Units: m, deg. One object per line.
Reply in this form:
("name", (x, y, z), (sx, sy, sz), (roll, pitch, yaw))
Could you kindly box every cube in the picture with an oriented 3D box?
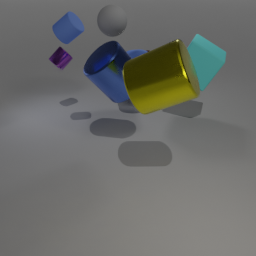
("cube", (2.785, -2.554, 10.865), (1.400, 1.400, 1.400), (33, 35, 1))

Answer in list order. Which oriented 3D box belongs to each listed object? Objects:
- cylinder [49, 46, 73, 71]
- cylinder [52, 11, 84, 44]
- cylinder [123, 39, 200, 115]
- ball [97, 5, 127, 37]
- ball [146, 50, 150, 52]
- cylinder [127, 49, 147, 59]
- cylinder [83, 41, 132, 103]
("cylinder", (-2.740, -2.827, 11.417), (0.700, 0.700, 0.700), (-48, 39, 1))
("cylinder", (-1.819, -3.054, 8.564), (0.700, 0.700, 0.700), (-29, 18, 25))
("cylinder", (0.810, -1.174, 6.653), (1.400, 1.400, 1.400), (-18, 21, 25))
("ball", (-0.738, -4.996, 13.073), (1.400, 1.400, 1.400), (0, 28, 0))
("ball", (0.900, -3.198, 12.818), (0.700, 0.700, 0.700), (0, 28, 0))
("cylinder", (0.339, -2.503, 11.543), (1.400, 1.400, 1.400), (-4, 15, -8))
("cylinder", (-0.433, -1.742, 8.805), (1.400, 1.400, 1.400), (-26, 42, 26))
